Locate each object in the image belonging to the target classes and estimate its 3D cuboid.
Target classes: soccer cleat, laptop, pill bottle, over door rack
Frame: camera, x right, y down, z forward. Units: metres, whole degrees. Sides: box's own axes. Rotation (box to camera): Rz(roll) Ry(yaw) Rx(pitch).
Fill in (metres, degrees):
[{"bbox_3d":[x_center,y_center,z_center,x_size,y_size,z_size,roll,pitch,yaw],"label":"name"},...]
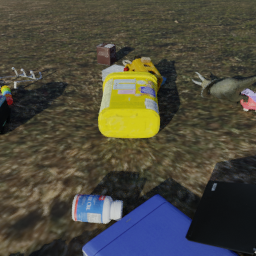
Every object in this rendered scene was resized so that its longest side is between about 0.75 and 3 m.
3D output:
[{"bbox_3d":[5.038,-0.945,9.115,2.590,0.990,0.864,8,34,13],"label":"soccer cleat"},{"bbox_3d":[2.274,1.936,5.124,1.899,0.981,1.683,44,42,0],"label":"laptop"},{"bbox_3d":[-0.592,1.609,5.579,0.940,0.528,0.528,2,33,4],"label":"pill bottle"},{"bbox_3d":[-4.375,-2.087,11.272,1.083,0.488,1.466,14,30,23],"label":"over door rack"}]

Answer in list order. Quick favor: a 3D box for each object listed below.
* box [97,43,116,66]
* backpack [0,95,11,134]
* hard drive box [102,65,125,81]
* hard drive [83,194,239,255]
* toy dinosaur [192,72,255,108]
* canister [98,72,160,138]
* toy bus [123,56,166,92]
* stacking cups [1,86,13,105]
[{"bbox_3d":[-1.006,-3.489,13.209,0.689,0.839,0.696,13,34,20],"label":"box"},{"bbox_3d":[-4.498,-0.456,8.159,1.653,1.267,1.453,-5,38,2],"label":"backpack"},{"bbox_3d":[-0.328,-2.166,11.504,1.180,0.453,0.920,20,38,28],"label":"hard drive box"},{"bbox_3d":[0.870,2.402,4.481,1.898,0.365,2.876,-25,41,-34],"label":"hard drive"},{"bbox_3d":[3.239,-1.204,8.943,1.324,0.996,2.589,8,5,-22],"label":"toy dinosaur"},{"bbox_3d":[0.049,-0.788,8.814,1.852,1.079,2.494,1,34,1],"label":"canister"},{"bbox_3d":[0.545,-2.190,10.632,1.924,0.994,1.816,27,44,3],"label":"toy bus"},{"bbox_3d":[-4.339,-1.159,10.135,0.323,0.323,1.067,-16,41,-24],"label":"stacking cups"}]
